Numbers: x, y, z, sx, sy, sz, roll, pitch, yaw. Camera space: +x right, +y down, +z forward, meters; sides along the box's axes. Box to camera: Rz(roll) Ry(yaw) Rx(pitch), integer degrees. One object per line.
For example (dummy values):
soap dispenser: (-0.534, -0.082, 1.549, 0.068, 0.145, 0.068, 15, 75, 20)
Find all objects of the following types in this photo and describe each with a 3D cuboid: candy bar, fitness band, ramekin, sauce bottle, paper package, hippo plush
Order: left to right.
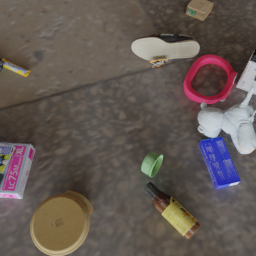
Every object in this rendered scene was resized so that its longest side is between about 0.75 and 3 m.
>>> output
candy bar: (-4.747, -2.529, 11.747, 1.535, 0.170, 0.383, 25, 64, 14)
ramekin: (0.784, 1.181, 9.275, 0.407, 0.834, 0.834, 26, 63, 22)
sauce bottle: (1.285, 2.468, 8.613, 0.658, 0.658, 1.993, -40, 70, -20)
paper package: (3.403, -5.696, 13.353, 0.983, 0.508, 0.937, 30, 65, 15)
fitness band: (3.305, -1.968, 11.297, 1.794, 0.467, 2.498, 25, 62, 17)
hippo plush: (3.262, -0.032, 9.396, 1.770, 2.201, 1.753, -3, 67, 18)

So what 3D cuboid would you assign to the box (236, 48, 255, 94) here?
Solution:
box: (5.682, -1.779, 10.563, 2.603, 1.518, 0.783, 25, 61, 15)

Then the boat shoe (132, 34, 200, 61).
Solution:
boat shoe: (1.562, -3.521, 11.970, 2.845, 1.034, 0.892, 0, 42, -2)

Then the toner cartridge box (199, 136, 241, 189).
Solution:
toner cartridge box: (3.087, 1.157, 9.530, 0.801, 0.364, 1.687, -10, 61, -7)

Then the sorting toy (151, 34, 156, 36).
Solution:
sorting toy: (1.075, -3.707, 12.362, 0.531, 0.362, 0.883, 28, 75, 32)

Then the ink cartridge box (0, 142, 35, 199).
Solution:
ink cartridge box: (-4.824, 1.322, 9.329, 2.990, 0.627, 1.784, 3, 60, 3)

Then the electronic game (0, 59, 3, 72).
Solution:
electronic game: (-5.735, -2.541, 11.712, 1.073, 0.223, 1.073, -4, 63, 7)

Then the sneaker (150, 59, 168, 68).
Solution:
sneaker: (1.314, -2.731, 11.760, 0.755, 0.296, 0.292, -10, 100, 1)

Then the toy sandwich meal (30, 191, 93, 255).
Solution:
toy sandwich meal: (-1.977, 2.835, 8.458, 1.942, 0.665, 1.942, 0, 66, 1)
